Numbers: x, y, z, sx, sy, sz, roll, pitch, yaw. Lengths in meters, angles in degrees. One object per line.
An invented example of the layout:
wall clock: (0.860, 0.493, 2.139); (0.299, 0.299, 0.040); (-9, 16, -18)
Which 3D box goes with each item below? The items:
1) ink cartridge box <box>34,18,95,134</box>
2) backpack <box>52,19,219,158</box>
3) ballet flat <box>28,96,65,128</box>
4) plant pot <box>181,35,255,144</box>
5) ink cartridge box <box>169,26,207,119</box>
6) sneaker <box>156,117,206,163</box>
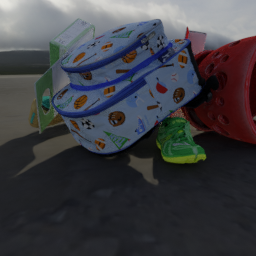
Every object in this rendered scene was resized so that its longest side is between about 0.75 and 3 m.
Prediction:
ink cartridge box: (-1.672, -1.294, 6.866); (0.590, 1.792, 2.462); (28, 53, 9)
backpack: (-0.168, -0.832, 5.904); (2.771, 2.241, 2.909); (-47, 27, -18)
ballet flat: (-1.856, -0.546, 8.343); (0.952, 0.874, 2.774); (42, 25, 18)
plant pot: (2.617, -0.930, 6.744); (2.406, 2.406, 2.191); (-8, 13, -31)
ink cartridge box: (1.665, -1.382, 7.981); (0.591, 2.645, 2.330); (11, 16, 7)
sneaker: (0.931, 0.191, 5.453); (0.675, 0.761, 1.822); (-1, 14, -11)
